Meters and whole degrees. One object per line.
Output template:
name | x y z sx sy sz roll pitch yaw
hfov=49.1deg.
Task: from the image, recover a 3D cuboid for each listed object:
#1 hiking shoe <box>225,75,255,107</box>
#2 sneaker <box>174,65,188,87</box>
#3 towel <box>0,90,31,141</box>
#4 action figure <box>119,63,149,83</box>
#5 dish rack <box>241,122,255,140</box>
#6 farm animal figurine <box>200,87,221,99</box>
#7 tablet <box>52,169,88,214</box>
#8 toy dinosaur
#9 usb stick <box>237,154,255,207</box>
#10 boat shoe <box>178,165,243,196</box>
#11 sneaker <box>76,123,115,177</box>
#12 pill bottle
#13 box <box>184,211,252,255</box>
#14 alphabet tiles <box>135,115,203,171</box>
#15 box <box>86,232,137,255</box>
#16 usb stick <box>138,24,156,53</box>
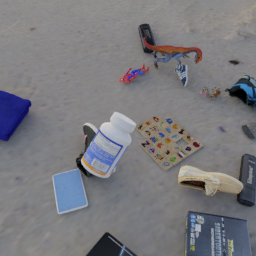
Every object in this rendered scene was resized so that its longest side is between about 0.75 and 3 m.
hiking shoe | 5.742 -1.195 12.190 1.233 1.058 2.845 -36 48 -16
sneaker | 2.528 -2.524 13.381 0.591 0.382 1.090 7 76 -14
towel | -5.823 -0.679 11.710 2.974 0.737 2.196 17 56 6
action figure | 0.249 -2.677 13.807 1.755 0.453 0.574 -34 59 -24
dish rack | 5.256 0.045 11.426 1.105 0.301 0.848 -9 48 -8
farm animal figurine | 3.759 -1.564 12.816 0.875 0.440 0.706 1 33 12
tablet | -2.018 2.148 9.664 1.007 0.106 1.548 -13 49 -11
toy dinosaur | 2.340 -3.599 13.727 2.315 2.551 1.339 -15 59 29
usb stick | 4.202 1.786 9.828 0.581 0.342 2.097 15 50 13
boat shoe | 2.730 1.920 9.478 2.129 0.785 0.737 11 51 22
sneaker | -1.490 0.794 10.362 1.187 0.846 2.394 -18 55 -22
pill bottle | -0.573 0.509 8.885 1.088 1.088 1.942 37 102 28
box | 2.543 3.647 7.986 1.815 0.587 2.302 9 49 6
alphabet tiles | 1.458 0.422 11.232 1.998 0.090 2.390 -29 54 -23
box | -0.311 4.223 7.542 2.248 0.489 1.801 31 55 25
usb stick | 1.081 -5.150 15.996 0.750 0.441 2.706 -8 49 1
